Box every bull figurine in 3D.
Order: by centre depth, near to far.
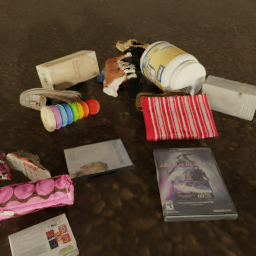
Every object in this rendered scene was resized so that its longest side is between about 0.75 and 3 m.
[{"bbox_3d":[-0.476,-2.697,13.808,1.676,0.899,2.761,-15,46,6],"label":"bull figurine"}]

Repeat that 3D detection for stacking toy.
[{"bbox_3d":[-2.245,-0.635,11.569,2.446,1.044,1.044,-17,40,-32],"label":"stacking toy"}]

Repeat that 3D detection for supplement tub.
[{"bbox_3d":[2.089,-2.763,13.358,2.043,2.043,2.825,-18,39,-22],"label":"supplement tub"}]

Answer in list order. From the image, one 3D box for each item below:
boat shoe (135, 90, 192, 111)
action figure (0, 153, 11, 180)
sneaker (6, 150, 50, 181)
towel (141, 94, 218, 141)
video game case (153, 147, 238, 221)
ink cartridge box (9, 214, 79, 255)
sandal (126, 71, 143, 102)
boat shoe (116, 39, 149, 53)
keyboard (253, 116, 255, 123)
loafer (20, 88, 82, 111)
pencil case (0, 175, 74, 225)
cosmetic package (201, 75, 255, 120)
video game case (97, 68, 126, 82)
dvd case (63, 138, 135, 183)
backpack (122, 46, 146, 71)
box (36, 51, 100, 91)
[{"bbox_3d":[1.552,-1.039,12.164,2.451,0.882,0.833,-4,42,9],"label":"boat shoe"},{"bbox_3d":[-4.205,1.379,9.216,1.189,0.796,0.885,31,3,19],"label":"action figure"},{"bbox_3d":[-3.172,1.142,9.287,1.887,0.727,0.773,22,36,25],"label":"sneaker"},{"bbox_3d":[1.987,-0.470,11.155,2.811,0.316,2.033,-3,61,-4],"label":"towel"},{"bbox_3d":[1.982,1.656,8.944,2.055,0.273,2.876,-1,38,-2],"label":"video game case"},{"bbox_3d":[-2.021,2.992,6.850,1.426,0.598,1.252,-17,40,-21],"label":"ink cartridge box"},{"bbox_3d":[0.282,-1.997,13.731,0.828,0.527,2.204,4,49,4],"label":"sandal"},{"bbox_3d":[0.329,-5.204,17.655,2.601,0.839,0.927,26,44,30],"label":"boat shoe"},{"bbox_3d":[6.208,-0.094,11.296,2.094,0.269,1.258,23,42,29],"label":"keyboard"},{"bbox_3d":[-3.380,-1.158,12.217,2.682,0.964,0.843,-1,43,-6],"label":"loafer"},{"bbox_3d":[-2.652,1.989,7.909,2.241,1.017,1.050,-12,4,-13],"label":"pencil case"},{"bbox_3d":[4.388,-1.346,12.167,2.307,1.232,1.040,16,40,23],"label":"cosmetic package"},{"bbox_3d":[-0.842,-2.790,14.883,1.273,0.289,1.153,8,37,11],"label":"video game case"},{"bbox_3d":[-1.050,1.085,9.778,2.235,0.196,1.594,-11,37,-15],"label":"dvd case"},{"bbox_3d":[0.442,-3.879,15.677,1.437,1.090,1.722,19,39,4],"label":"backpack"},{"bbox_3d":[-2.911,-2.860,13.965,2.824,1.341,1.098,-32,32,-34],"label":"box"}]
